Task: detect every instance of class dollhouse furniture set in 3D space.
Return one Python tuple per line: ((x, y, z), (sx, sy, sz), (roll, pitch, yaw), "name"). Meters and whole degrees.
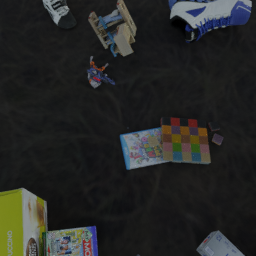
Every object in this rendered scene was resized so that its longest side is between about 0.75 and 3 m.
((-0.579, -3.268, 9.421), (1.248, 1.241, 1.770), (-17, 40, 22), "dollhouse furniture set")

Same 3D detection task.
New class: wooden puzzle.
((1.801, 0.385, 8.794), (2.481, 0.174, 1.471), (4, 63, -6), "wooden puzzle")

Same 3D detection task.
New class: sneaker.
((-2.753, -4.697, 10.799), (0.758, 0.906, 2.047), (-36, 72, -16), "sneaker")
((2.843, -3.910, 10.379), (2.985, 1.206, 1.724), (11, 70, 12), "sneaker")

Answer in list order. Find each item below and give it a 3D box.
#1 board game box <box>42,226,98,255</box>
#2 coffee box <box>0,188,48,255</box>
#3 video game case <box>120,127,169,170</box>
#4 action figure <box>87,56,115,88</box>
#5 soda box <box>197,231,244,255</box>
((-1.372, 3.573, 6.881), (1.404, 0.304, 2.086), (7, 66, -37), "board game box")
((-3.186, 2.793, 6.806), (2.011, 1.988, 2.007), (-9, 66, -4), "coffee box")
((0.635, 0.605, 8.811), (1.607, 0.143, 1.150), (-11, 67, -5), "video game case")
((-1.001, -1.826, 9.742), (1.128, 0.590, 1.091), (29, 56, -30), "action figure")
((2.821, 3.677, 7.102), (0.685, 0.737, 2.160), (-41, 72, -16), "soda box")
